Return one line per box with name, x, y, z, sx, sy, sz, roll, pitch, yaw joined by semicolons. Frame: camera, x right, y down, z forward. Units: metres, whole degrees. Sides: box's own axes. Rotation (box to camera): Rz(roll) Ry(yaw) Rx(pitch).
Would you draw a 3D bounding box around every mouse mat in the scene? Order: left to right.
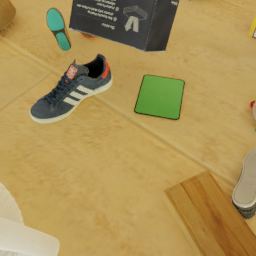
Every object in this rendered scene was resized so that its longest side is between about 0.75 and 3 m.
mouse mat;1.025;-1.015;8.852;1.400;0.066;1.740;11;54;8

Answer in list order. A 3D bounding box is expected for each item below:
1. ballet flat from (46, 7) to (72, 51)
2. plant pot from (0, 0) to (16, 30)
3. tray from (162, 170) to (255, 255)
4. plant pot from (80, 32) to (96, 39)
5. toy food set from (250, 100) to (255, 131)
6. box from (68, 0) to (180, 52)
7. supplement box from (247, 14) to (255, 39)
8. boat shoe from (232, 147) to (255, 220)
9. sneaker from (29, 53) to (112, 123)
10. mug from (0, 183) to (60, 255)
ballet flat;-1.955;-2.813;7.839;0.496;1.445;0.456;-11;57;-3
plant pot;-5.672;-4.883;9.997;2.252;2.416;2.252;-7;54;10
tray;1.961;2.299;6.184;1.285;0.482;2.605;-22;58;-15
plant pot;-1.379;-3.839;10.503;0.833;0.833;0.583;15;38;10
toy food set;4.477;-0.352;8.128;1.780;0.437;1.798;12;55;9
box;-0.019;-3.594;7.471;2.508;2.551;1.498;24;24;23
supplement box;5.818;-3.775;9.910;2.418;1.583;1.248;32;60;20
boat shoe;3.179;1.254;6.943;0.748;0.638;2.239;11;45;41
sneaker;-1.725;-1.295;8.334;2.880;1.217;1.079;-39;63;-24
mug;-1.866;1.294;3.379;2.102;1.843;1.552;4;57;10
